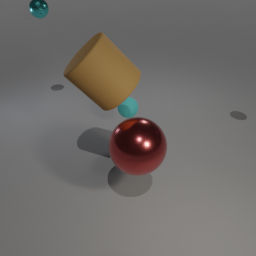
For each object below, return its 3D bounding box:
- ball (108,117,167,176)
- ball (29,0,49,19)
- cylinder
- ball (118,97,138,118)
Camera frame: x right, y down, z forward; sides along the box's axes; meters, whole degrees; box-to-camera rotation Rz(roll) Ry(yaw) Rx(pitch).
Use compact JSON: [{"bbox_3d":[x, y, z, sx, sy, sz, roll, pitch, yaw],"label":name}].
[{"bbox_3d":[0.233,0.437,6.723,1.400,1.400,1.400,0,33,0],"label":"ball"},{"bbox_3d":[-3.281,-4.407,10.319,0.700,0.700,0.700,0,33,0],"label":"ball"},{"bbox_3d":[-0.639,-1.387,7.034,1.400,1.400,1.400,-37,27,24],"label":"cylinder"},{"bbox_3d":[-0.003,-0.693,9.452,0.700,0.700,0.700,0,33,0],"label":"ball"}]
